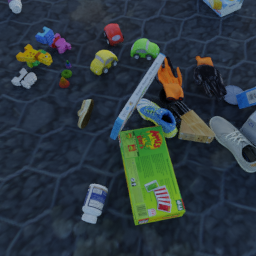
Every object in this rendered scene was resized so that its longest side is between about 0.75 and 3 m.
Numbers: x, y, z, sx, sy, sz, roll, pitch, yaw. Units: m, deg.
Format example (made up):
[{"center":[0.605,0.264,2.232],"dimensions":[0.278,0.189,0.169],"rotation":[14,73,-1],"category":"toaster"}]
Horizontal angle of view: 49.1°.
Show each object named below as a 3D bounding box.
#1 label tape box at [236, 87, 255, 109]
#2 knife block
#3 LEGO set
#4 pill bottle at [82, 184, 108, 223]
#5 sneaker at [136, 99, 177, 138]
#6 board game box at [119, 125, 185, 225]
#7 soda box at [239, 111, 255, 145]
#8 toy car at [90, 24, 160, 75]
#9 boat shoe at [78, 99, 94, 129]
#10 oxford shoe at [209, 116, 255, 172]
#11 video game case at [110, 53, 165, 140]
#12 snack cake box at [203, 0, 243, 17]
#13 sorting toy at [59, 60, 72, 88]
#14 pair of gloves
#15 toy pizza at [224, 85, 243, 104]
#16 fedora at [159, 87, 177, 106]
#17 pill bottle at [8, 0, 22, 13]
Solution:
[{"center":[4.846,-1.214,9.552],"dimensions":[1.789,1.290,0.566],"rotation":[-15,87,-11],"category":"label tape box"},{"center":[2.172,-0.260,9.557],"dimensions":[1.539,0.492,1.351],"rotation":[9,63,6],"category":"knife block"},{"center":[-3.147,-2.725,10.597],"dimensions":[1.167,1.085,2.845],"rotation":[26,66,14],"category":"LEGO set"},{"center":[-0.989,2.207,8.164],"dimensions":[0.568,0.568,1.024],"rotation":[13,62,7],"category":"pill bottle"},{"center":[1.001,-0.531,9.440],"dimensions":[0.699,0.969,1.845],"rotation":[-39,69,-19],"category":"sneaker"},{"center":[0.635,1.364,8.570],"dimensions":[1.420,0.666,2.795],"rotation":[-9,62,-5],"category":"board game box"},{"center":[5.081,0.595,8.799],"dimensions":[0.936,1.007,2.950],"rotation":[-38,68,-19],"category":"soda box"},{"center":[-0.046,-3.186,10.923],"dimensions":[2.549,0.604,2.709],"rotation":[7,61,14],"category":"toy car"},{"center":[-1.540,-0.495,9.778],"dimensions":[0.384,0.428,1.158],"rotation":[7,59,18],"category":"boat shoe"},{"center":[3.510,0.414,9.121],"dimensions":[0.833,0.640,2.216],"rotation":[-26,62,-10],"category":"oxford shoe"},{"center":[0.237,-0.842,8.015],"dimensions":[0.208,1.676,2.342],"rotation":[32,72,1],"category":"video game case"},{"center":[4.101,-6.026,12.637],"dimensions":[1.139,0.666,1.981],"rotation":[-28,65,-13],"category":"snack cake box"},{"center":[-2.378,-2.096,10.632],"dimensions":[0.405,0.402,1.168],"rotation":[5,62,3],"category":"sorting toy"},{"center":[2.224,-1.841,10.224],"dimensions":[2.671,0.330,2.380],"rotation":[0,53,-13],"category":"pair of gloves"},{"center":[3.860,-1.200,10.287],"dimensions":[0.858,0.136,0.858],"rotation":[0,60,0],"category":"toy pizza"},{"center":[1.519,-1.133,10.042],"dimensions":[0.862,0.394,0.862],"rotation":[-14,64,31],"category":"fedora"},{"center":[-5.037,-5.565,12.469],"dimensions":[0.528,0.528,0.940],"rotation":[-17,63,-9],"category":"pill bottle"}]
